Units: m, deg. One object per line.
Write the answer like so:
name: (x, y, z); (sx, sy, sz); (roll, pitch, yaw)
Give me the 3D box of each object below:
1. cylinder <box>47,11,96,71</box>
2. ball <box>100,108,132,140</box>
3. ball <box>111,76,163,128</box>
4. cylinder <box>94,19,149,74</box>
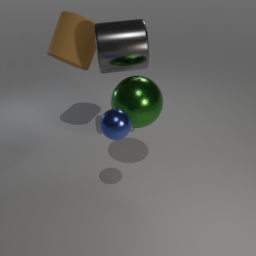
cylinder: (-1.696, -2.754, 8.980); (1.400, 1.400, 1.400); (21, 4, -2)
ball: (-0.271, -0.083, 6.159); (0.700, 0.700, 0.700); (0, 30, 0)
ball: (0.241, -0.695, 7.512); (1.400, 1.400, 1.400); (0, 30, 0)
cylinder: (-0.189, -2.338, 8.073); (1.400, 1.400, 1.400); (-7, 30, -3)
